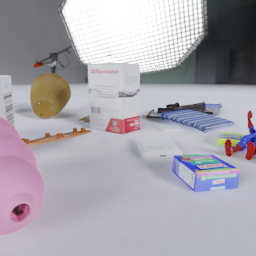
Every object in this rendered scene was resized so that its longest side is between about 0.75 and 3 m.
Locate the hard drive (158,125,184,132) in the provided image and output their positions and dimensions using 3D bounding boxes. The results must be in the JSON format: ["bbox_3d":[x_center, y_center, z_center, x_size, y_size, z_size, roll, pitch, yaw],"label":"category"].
[{"bbox_3d":[1.743,0.022,11.460,0.875,0.115,0.577,-4,13,-17],"label":"hard drive"}]

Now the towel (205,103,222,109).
[{"bbox_3d":[4.916,-1.332,17.510,1.570,0.259,2.169,5,13,28],"label":"towel"}]

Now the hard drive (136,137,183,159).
[{"bbox_3d":[0.901,0.576,8.569,1.114,0.222,1.689,-1,12,-4],"label":"hard drive"}]

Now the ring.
[{"bbox_3d":[-2.359,0.251,8.852,2.401,0.230,2.401,-11,4,1],"label":"ring"}]

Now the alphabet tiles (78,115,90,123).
[{"bbox_3d":[-1.385,-0.479,13.923,1.744,0.066,2.096,2,12,12],"label":"alphabet tiles"}]

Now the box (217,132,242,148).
[{"bbox_3d":[3.390,0.397,9.312,0.714,0.279,1.171,4,12,23],"label":"box"}]

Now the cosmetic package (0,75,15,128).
[{"bbox_3d":[-4.895,-0.328,7.868,2.752,2.269,2.271,-3,12,-7],"label":"cosmetic package"}]

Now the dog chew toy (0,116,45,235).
[{"bbox_3d":[-2.341,0.720,4.628,1.764,1.764,2.833,-11,23,-41],"label":"dog chew toy"}]

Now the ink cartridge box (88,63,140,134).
[{"bbox_3d":[-0.553,-1.241,11.234,1.952,2.660,1.102,10,15,39],"label":"ink cartridge box"}]

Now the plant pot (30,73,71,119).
[{"bbox_3d":[-4.125,-1.463,14.420,2.147,2.147,2.304,-1,28,-5],"label":"plant pot"}]

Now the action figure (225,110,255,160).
[{"bbox_3d":[4.068,-0.027,8.732,0.970,1.471,2.972,11,14,40],"label":"action figure"}]

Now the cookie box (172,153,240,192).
[{"bbox_3d":[1.690,0.953,6.237,1.020,0.448,1.193,-1,13,-14],"label":"cookie box"}]

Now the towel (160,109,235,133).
[{"bbox_3d":[2.990,-0.353,12.406,1.960,0.323,2.708,-11,21,-34],"label":"towel"}]

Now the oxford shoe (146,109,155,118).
[{"bbox_3d":[1.134,-0.731,14.363,0.313,0.332,0.888,7,23,23],"label":"oxford shoe"}]

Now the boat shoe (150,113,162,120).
[{"bbox_3d":[1.462,-0.541,13.662,0.852,0.291,0.314,3,23,22],"label":"boat shoe"}]

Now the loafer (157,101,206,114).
[{"bbox_3d":[2.810,-1.047,14.786,2.588,0.815,0.930,4,13,19],"label":"loafer"}]

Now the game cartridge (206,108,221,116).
[{"bbox_3d":[4.322,-0.896,15.359,1.420,0.290,0.945,6,12,26],"label":"game cartridge"}]
